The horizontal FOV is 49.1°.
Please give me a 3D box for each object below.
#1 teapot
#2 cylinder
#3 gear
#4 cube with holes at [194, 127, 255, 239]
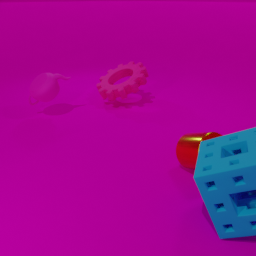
[{"bbox_3d":[-2.715,-1.349,9.479,1.674,0.819,1.041,-39,44,4],"label":"teapot"},{"bbox_3d":[1.708,0.539,6.484,0.878,0.878,0.878,-14,3,-25],"label":"cylinder"},{"bbox_3d":[-0.216,-1.787,10.508,1.949,0.360,1.949,-17,38,14],"label":"gear"},{"bbox_3d":[2.098,0.929,4.996,1.313,1.313,1.313,-18,17,26],"label":"cube with holes"}]
